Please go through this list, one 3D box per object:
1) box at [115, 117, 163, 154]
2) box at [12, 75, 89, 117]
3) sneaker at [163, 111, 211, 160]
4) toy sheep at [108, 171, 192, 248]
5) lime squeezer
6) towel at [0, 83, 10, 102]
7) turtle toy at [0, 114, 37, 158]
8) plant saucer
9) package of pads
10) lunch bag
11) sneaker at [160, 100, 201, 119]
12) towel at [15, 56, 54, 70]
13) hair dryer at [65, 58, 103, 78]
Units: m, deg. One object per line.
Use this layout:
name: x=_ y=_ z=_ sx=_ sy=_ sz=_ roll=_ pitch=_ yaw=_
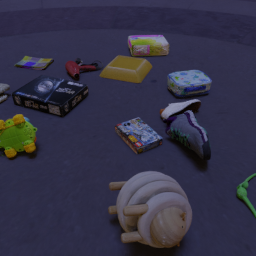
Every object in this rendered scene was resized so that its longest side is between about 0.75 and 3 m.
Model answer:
box: x=0.316 y=0.212 z=8.911 sx=0.945 sy=0.275 sz=1.380 roll=-19 pitch=40 yaw=-25
box: x=-2.957 y=-1.299 z=10.834 sx=2.275 sy=0.495 sz=1.822 roll=15 pitch=38 yaw=20
sneaker: x=1.729 y=0.288 z=8.481 sx=1.052 sy=0.894 sz=2.403 roll=-11 pitch=25 yaw=2
toy sheep: x=0.451 y=1.635 z=5.906 sx=1.625 sy=1.625 sz=2.357 roll=-11 pitch=21 yaw=-14
lime squeezer: x=3.022 y=1.552 z=7.057 sx=0.533 sy=0.285 sz=1.510 roll=11 pitch=36 yaw=15
towel: x=-6.238 y=-1.046 z=10.654 sx=2.591 sy=0.465 sz=2.691 roll=10 pitch=39 yaw=19
turtle toy: x=-3.410 y=0.221 z=8.291 sx=1.581 sy=1.152 sz=0.799 roll=-15 pitch=13 yaw=6
plant saucer: x=-0.054 y=-2.833 z=12.995 sx=1.987 sy=0.481 sz=1.987 roll=12 pitch=37 yaw=16
package of pads: x=1.090 y=-4.453 z=15.057 sx=2.042 sy=0.696 sz=1.577 roll=-4 pitch=36 yaw=-5
lunch bag: x=2.474 y=-1.807 z=11.398 sx=1.605 sy=0.662 sz=1.290 roll=-10 pitch=35 yaw=-14
sneaker: x=1.848 y=-0.748 z=9.981 sx=1.610 sy=0.586 sz=0.682 roll=-20 pitch=43 yaw=-23
towel: x=-4.592 y=-3.225 z=13.787 sx=1.646 sy=0.187 sz=1.182 roll=9 pitch=37 yaw=12
hair dryer: x=-2.121 y=-2.849 z=12.937 sx=1.535 sy=0.547 sz=2.015 roll=9 pitch=37 yaw=15
